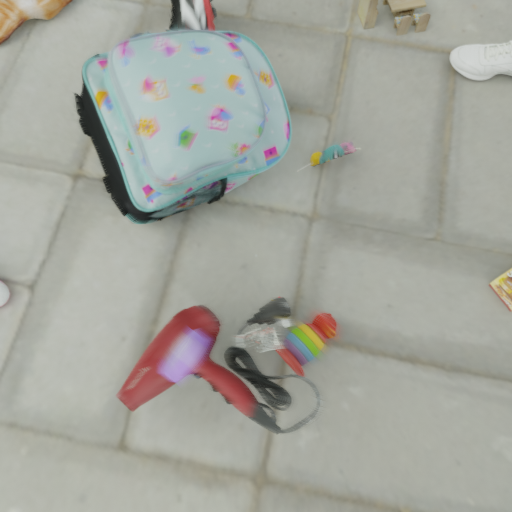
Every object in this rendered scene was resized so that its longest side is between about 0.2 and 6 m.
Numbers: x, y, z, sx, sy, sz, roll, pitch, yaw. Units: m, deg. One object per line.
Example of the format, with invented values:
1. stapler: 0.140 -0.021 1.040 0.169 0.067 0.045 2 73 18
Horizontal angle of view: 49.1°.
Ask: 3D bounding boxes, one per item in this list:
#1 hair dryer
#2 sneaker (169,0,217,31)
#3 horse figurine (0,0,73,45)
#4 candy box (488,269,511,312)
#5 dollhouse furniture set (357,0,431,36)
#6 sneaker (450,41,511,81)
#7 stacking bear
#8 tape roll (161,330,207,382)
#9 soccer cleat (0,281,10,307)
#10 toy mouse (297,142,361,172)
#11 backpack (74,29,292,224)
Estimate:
1. hair dryer: -0.708 1.737 8.753 3.069 0.834 2.338 -14 47 2
2. sneaker: -1.473 -4.804 11.938 1.314 0.951 2.689 -16 86 -24
3. horse figurine: -5.276 -5.953 12.969 2.580 0.644 1.710 -21 78 -14
4. candy box: 4.991 0.479 10.424 1.108 0.306 0.640 -30 71 -13
5. dollhouse furniture set: 3.156 -5.859 12.784 1.458 0.968 1.277 -11 67 -5
6. sneaker: 5.404 -4.367 12.052 2.316 1.154 0.867 6 69 4
7. stacking bear: 0.916 1.429 9.538 1.101 0.669 0.626 -41 56 -8
8. tape roll: -0.976 1.349 7.586 0.233 0.711 0.711 40 71 -9
9. soccer cleat: -5.455 0.414 10.172 1.919 0.829 0.670 21 68 8
10. toy mouse: 1.603 -2.073 11.114 1.316 1.170 0.255 -23 97 -35
11. backpack: -1.125 -2.541 10.284 3.516 2.695 3.091 -22 90 -26
